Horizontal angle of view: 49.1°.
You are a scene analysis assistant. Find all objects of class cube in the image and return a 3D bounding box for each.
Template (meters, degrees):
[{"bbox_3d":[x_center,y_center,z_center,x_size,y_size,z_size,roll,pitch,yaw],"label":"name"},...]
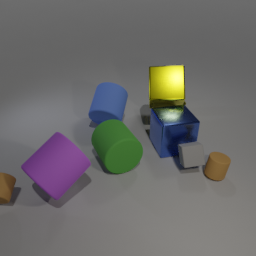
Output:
[{"bbox_3d":[1.700,0.093,10.582,1.400,1.400,1.400,-7,32,-12],"label":"cube"},{"bbox_3d":[1.565,-1.649,11.561,1.400,1.400,1.400,0,-10,4],"label":"cube"},{"bbox_3d":[2.127,0.888,9.431,0.700,0.700,0.700,-9,5,0],"label":"cube"}]

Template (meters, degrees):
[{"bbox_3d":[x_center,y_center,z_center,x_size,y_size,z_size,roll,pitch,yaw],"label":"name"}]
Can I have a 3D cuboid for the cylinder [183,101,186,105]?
[{"bbox_3d":[2.225,-1.207,13.054,0.700,0.700,0.700,-39,21,18],"label":"cylinder"}]

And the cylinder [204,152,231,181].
[{"bbox_3d":[2.955,1.259,9.276,0.700,0.700,0.700,7,28,-4],"label":"cylinder"}]

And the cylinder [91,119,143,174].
[{"bbox_3d":[-0.397,0.620,9.702,1.400,1.400,1.400,-13,35,-21],"label":"cylinder"}]

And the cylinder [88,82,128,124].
[{"bbox_3d":[-0.816,-0.960,11.778,1.400,1.400,1.400,7,63,12],"label":"cylinder"}]

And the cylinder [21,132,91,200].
[{"bbox_3d":[-2.026,1.071,7.993,1.400,1.400,1.400,29,68,38],"label":"cylinder"}]

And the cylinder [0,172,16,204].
[{"bbox_3d":[-3.683,1.736,8.082,0.700,0.700,0.700,3,57,4],"label":"cylinder"}]
